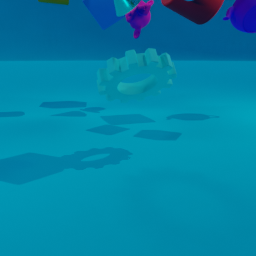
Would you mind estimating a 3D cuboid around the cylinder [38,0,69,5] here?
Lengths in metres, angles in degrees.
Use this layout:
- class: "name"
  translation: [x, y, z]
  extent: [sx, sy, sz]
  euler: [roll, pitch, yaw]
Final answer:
- class: "cylinder"
  translation: [-2.157, -4.087, 8.125]
  extent: [0.882, 0.882, 0.882]
  euler: [0, 14, -15]

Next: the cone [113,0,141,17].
- class: "cone"
  translation: [-0.246, -3.994, 8.098]
  extent: [1.026, 1.022, 1.022]
  euler: [44, -14, -35]

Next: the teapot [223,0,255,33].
- class: "teapot"
  translation: [3.519, -3.238, 7.949]
  extent: [1.961, 1.219, 0.960]
  euler: [-3, 48, -7]

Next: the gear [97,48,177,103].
- class: "gear"
  translation: [0.146, -0.875, 4.981]
  extent: [1.379, 0.255, 1.379]
  euler: [-10, -20, -4]

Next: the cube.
- class: "cube"
  translation: [-0.666, -4.535, 9.989]
  extent: [1.232, 1.232, 1.232]
  euler: [-22, 36, 27]

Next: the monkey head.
- class: "monkey head"
  translation: [0.466, -3.682, 9.122]
  extent: [1.020, 1.418, 0.854]
  euler: [22, -2, 42]

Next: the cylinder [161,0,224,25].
- class: "cylinder"
  translation: [1.750, -3.641, 7.551]
  extent: [1.253, 1.253, 1.253]
  euler: [17, 7, -25]
